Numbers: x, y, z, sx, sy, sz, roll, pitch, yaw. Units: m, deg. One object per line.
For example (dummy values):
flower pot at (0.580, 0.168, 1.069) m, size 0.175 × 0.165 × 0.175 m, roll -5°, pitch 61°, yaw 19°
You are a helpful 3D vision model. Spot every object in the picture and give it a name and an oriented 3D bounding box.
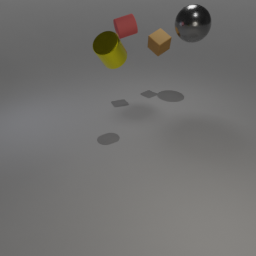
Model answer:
cylinder at (-0.452, -1.985, 7.178) m, size 0.700 × 0.700 × 0.700 m, roll -6°, pitch 69°, yaw 17°
ball at (2.522, -4.054, 10.901) m, size 1.400 × 1.400 × 1.400 m, roll 0°, pitch 29°, yaw 0°
cylinder at (-0.089, -3.639, 10.027) m, size 0.700 × 0.700 × 0.700 m, roll -20°, pitch 32°, yaw -4°
cube at (1.329, -3.642, 11.918) m, size 0.700 × 0.700 × 0.700 m, roll -37°, pitch 69°, yaw -16°
